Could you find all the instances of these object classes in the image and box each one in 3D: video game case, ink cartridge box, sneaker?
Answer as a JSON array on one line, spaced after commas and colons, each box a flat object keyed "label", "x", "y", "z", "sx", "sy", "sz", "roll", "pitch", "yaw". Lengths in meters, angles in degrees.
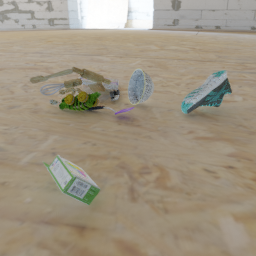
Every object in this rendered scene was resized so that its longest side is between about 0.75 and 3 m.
[{"label": "video game case", "x": -1.247, "y": -2.013, "z": 12.112, "sx": 1.679, "sy": 0.211, "sz": 2.345, "roll": 9, "pitch": 15, "yaw": -4}, {"label": "ink cartridge box", "x": -1.148, "y": 0.930, "z": 5.529, "sx": 0.671, "sy": 0.383, "sz": 1.293, "roll": 39, "pitch": -4, "yaw": -37}, {"label": "sneaker", "x": 2.824, "y": -1.057, "z": 9.714, "sx": 2.205, "sy": 1.006, "sz": 0.856, "roll": -38, "pitch": 16, "yaw": -14}]

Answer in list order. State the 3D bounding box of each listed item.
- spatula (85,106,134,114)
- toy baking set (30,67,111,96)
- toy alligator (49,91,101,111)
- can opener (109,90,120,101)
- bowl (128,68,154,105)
[{"label": "spatula", "x": -0.689, "y": -0.644, "z": 9.608, "sx": 1.957, "sy": 0.201, "sz": 0.553, "roll": 7, "pitch": 21, "yaw": 28}, {"label": "toy baking set", "x": -1.966, "y": -1.500, "z": 9.967, "sx": 2.044, "sy": 0.310, "sz": 2.664, "roll": -25, "pitch": -24, "yaw": 32}, {"label": "toy alligator", "x": -1.881, "y": -0.830, "z": 9.762, "sx": 2.241, "sy": 0.538, "sz": 0.743, "roll": -7, "pitch": -15, "yaw": 32}, {"label": "can opener", "x": -0.525, "y": -1.374, "z": 11.125, "sx": 0.321, "sy": 0.402, "sz": 1.204, "roll": -14, "pitch": 22, "yaw": 7}, {"label": "bowl", "x": 0.567, "y": -1.501, "z": 10.507, "sx": 0.635, "sy": 1.353, "sz": 1.353, "roll": 6, "pitch": 20, "yaw": -26}]
